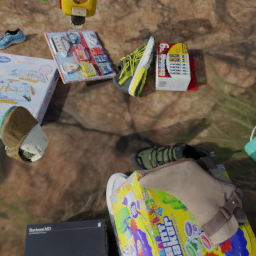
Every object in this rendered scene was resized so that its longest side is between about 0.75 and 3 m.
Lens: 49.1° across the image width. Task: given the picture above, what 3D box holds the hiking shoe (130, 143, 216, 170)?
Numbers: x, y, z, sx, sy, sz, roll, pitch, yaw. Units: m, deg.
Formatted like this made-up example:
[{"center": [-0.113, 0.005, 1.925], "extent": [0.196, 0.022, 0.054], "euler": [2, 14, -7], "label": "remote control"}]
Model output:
[{"center": [1.365, 0.851, 8.908], "extent": [2.614, 1.316, 0.990], "euler": [0, 60, 0], "label": "hiking shoe"}]

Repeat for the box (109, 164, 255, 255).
[{"center": [1.398, 2.687, 7.021], "extent": [2.851, 1.806, 2.960], "euler": [0, 58, -28], "label": "box"}]

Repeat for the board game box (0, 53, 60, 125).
[{"center": [-4.276, -1.556, 10.695], "extent": [2.780, 0.572, 2.773], "euler": [10, 61, 6], "label": "board game box"}]

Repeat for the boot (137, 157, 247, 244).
[{"center": [1.555, 1.601, 6.114], "extent": [2.472, 0.868, 1.807], "euler": [-8, 64, -31], "label": "boot"}]

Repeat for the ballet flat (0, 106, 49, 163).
[{"center": [-2.280, 0.304, 6.287], "extent": [0.916, 2.534, 0.859], "euler": [36, 60, -6], "label": "ballet flat"}]

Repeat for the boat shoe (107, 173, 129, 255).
[{"center": [0.014, 2.556, 8.148], "extent": [1.057, 0.959, 2.874], "euler": [-12, 61, -7], "label": "boat shoe"}]

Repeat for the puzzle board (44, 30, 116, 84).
[{"center": [-1.942, -3.015, 11.368], "extent": [2.170, 0.251, 2.880], "euler": [-12, 59, -26], "label": "puzzle board"}]

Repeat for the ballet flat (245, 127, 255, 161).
[{"center": [5.038, 0.004, 9.634], "extent": [2.948, 0.993, 1.038], "euler": [-39, 54, -21], "label": "ballet flat"}]

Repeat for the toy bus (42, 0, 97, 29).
[{"center": [-1.564, -4.133, 8.951], "extent": [2.344, 2.484, 1.284], "euler": [-25, 54, 23], "label": "toy bus"}]

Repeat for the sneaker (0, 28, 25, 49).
[{"center": [-5.199, -3.902, 11.983], "extent": [1.448, 0.651, 0.568], "euler": [-27, 64, -14], "label": "sneaker"}]

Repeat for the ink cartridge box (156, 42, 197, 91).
[{"center": [1.940, -2.432, 11.075], "extent": [1.643, 0.785, 1.871], "euler": [2, 60, 0], "label": "ink cartridge box"}]

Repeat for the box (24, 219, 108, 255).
[{"center": [-1.585, 3.596, 7.464], "extent": [2.150, 1.119, 1.958], "euler": [-3, 62, -2], "label": "box"}]

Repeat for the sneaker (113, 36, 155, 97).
[{"center": [0.254, -2.602, 11.009], "extent": [1.217, 1.071, 2.877], "euler": [15, 62, 9], "label": "sneaker"}]
